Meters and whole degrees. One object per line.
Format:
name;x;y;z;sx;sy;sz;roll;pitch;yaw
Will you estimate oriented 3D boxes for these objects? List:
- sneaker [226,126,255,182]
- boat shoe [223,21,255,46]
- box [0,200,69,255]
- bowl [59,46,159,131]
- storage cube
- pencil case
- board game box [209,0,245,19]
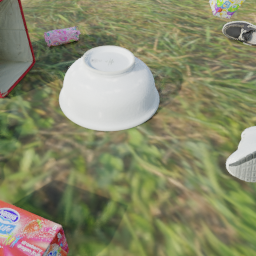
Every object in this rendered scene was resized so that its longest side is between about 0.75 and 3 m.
sneaker;2.945;0.475;6.409;2.330;0.868;1.015;-19;32;-33
boat shoe;5.000;-3.845;11.607;2.167;0.800;0.654;22;39;13
box;-1.998;1.846;4.530;1.823;0.870;0.909;15;42;18
bowl;-0.525;-1.403;7.988;2.998;1.347;2.998;2;43;-2
storage cube;-4.880;-2.683;8.802;2.636;2.507;2.932;4;40;7
pencil case;-2.726;-3.807;11.642;1.430;0.625;0.625;-18;43;-21
board game box;2.766;-3.579;7.479;0.564;1.095;0.574;1;65;-21
